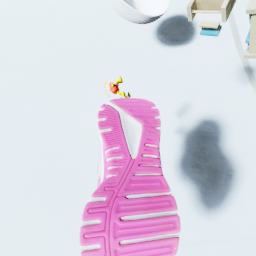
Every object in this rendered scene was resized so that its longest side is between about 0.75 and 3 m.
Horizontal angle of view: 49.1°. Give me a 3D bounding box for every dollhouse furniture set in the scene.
[{"bbox_3d":[2.142,-2.173,5.375,1.596,1.125,1.119,16,64,28],"label":"dollhouse furniture set"}]

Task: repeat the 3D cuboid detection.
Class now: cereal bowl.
[{"bbox_3d":[0.190,-4.571,9.655,2.422,1.009,2.422,11,65,-25],"label":"cereal bowl"}]

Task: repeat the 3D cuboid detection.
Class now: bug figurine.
[{"bbox_3d":[-0.112,-0.295,5.699,0.354,1.068,1.377,-14,78,13],"label":"bug figurine"}]

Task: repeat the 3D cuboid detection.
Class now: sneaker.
[{"bbox_3d":[0.061,1.009,4.135,1.213,1.315,2.981,2,53,3],"label":"sneaker"}]
